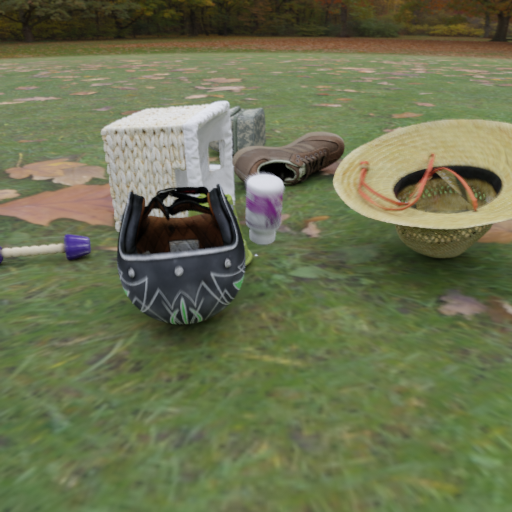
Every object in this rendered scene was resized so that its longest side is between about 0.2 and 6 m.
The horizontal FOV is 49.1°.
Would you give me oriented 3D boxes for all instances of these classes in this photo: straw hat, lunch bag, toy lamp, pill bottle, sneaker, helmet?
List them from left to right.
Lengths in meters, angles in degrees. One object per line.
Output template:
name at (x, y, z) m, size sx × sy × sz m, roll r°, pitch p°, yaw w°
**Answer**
toy lamp at (-3.866, -0.105, 10.073) m, size 1.695 × 0.493 × 0.493 m, roll -7°, pitch 26°, yaw -13°
helmet at (-1.057, 0.043, 8.006) m, size 2.008 × 2.008 × 1.914 m, roll -4°, pitch 64°, yaw -9°
lunch bag at (-0.630, -3.783, 17.008) m, size 1.565 × 1.300 × 1.866 m, roll 2°, pitch 26°, yaw 13°
pill bottle at (0.122, -0.714, 8.821) m, size 0.567 × 1.011 × 0.567 m, roll 2°, pitch 33°, yaw -1°
sneaker at (1.031, -2.294, 14.409) m, size 3.244 × 1.143 × 1.225 m, roll -15°, pitch 46°, yaw -20°
straw hat at (3.366, -0.894, 9.994) m, size 3.885 × 1.644 × 3.885 m, roll -8°, pitch 35°, yaw 5°

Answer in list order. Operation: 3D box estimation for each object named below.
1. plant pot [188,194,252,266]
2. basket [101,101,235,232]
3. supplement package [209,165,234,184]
plant pot at (-0.748, -0.464, 9.887) m, size 1.251 × 1.188 × 1.251 m, roll -5°, pitch 23°, yaw 2°
basket at (-1.643, -1.787, 11.451) m, size 1.939 × 2.389 × 2.411 m, roll 4°, pitch 25°, yaw 14°
supplement package at (-0.940, -1.723, 13.352) m, size 0.625 × 0.627 × 1.069 m, roll 4°, pitch 25°, yaw 9°
